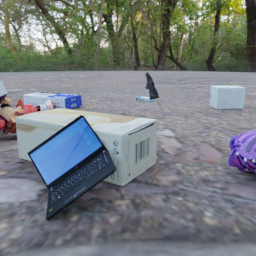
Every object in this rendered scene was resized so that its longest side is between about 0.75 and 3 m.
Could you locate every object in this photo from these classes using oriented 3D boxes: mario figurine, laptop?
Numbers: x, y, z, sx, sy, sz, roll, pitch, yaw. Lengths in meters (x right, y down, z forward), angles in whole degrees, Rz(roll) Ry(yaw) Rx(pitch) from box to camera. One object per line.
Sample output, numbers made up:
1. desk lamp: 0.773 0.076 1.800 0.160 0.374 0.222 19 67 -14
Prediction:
1. mario figurine: -3.920 -0.339 7.948 2.632 1.395 1.625 -18 37 -40
2. laptop: -1.022 0.560 4.724 1.292 0.753 1.458 -36 19 -2

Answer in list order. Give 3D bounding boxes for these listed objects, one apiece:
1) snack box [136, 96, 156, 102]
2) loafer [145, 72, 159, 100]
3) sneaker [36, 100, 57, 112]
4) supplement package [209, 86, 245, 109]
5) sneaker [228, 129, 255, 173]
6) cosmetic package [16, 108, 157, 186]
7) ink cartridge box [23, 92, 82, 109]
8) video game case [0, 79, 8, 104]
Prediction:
1. snack box: 0.994 -1.606 15.456 1.001 0.186 0.582 10 17 33
2. loafer: 0.612 -1.165 7.849 0.291 0.804 0.293 -20 15 9
3. sneaker: -3.633 -0.913 12.143 0.765 0.477 1.428 -5 18 -28
4. supplement package: 4.691 -1.477 13.305 1.305 0.990 0.983 -1 14 -3
5. sneaker: 2.651 0.653 5.441 1.237 1.195 2.964 -13 3 11
6. cosmetic package: -0.963 0.266 6.365 2.938 1.044 1.545 8 16 29
7. ink cartridge box: -3.662 -1.332 13.576 2.634 0.582 1.238 8 18 28
8. video game case: -4.948 -0.592 8.227 2.531 0.500 2.793 -27 11 -26
